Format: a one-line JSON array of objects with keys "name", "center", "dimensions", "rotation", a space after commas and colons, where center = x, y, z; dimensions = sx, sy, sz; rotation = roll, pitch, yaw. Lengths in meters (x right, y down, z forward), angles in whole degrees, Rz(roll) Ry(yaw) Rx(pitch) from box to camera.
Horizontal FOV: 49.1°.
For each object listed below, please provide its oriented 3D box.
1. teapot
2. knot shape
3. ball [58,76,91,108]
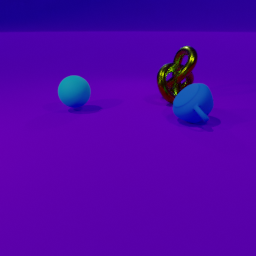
[{"name": "teapot", "center": [1.808, -0.635, 7.615], "dimensions": [1.126, 0.887, 1.811], "rotation": [-42, 21, 15]}, {"name": "knot shape", "center": [1.723, -1.852, 9.521], "dimensions": [0.944, 1.912, 2.044], "rotation": [29, 18, 16]}, {"name": "ball", "center": [-1.626, -1.100, 8.516], "dimensions": [0.968, 0.968, 0.968], "rotation": [0, 21, 0]}]
